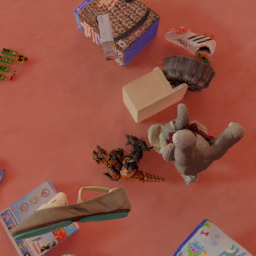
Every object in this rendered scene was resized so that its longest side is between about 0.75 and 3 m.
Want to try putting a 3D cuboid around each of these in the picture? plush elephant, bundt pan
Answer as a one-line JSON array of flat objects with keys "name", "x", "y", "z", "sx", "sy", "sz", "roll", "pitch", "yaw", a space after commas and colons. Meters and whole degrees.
[{"name": "plush elephant", "x": 1.986, "y": 0.312, "z": 9.453, "sx": 2.402, "sy": 2.917, "sz": 2.258, "roll": -12, "pitch": 52, "yaw": -16}, {"name": "bundt pan", "x": 2.106, "y": -1.871, "z": 10.171, "sx": 1.972, "sy": 1.972, "sz": 0.740, "roll": 19, "pitch": 87, "yaw": 5}]

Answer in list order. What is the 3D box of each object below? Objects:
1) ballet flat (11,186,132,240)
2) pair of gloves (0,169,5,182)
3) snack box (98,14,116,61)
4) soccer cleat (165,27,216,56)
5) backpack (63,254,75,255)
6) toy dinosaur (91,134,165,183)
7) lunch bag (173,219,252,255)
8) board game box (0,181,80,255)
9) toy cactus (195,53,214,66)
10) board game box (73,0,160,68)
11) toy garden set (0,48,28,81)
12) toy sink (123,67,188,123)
[{"name": "ballet flat", "x": -1.320, "y": 1.951, "z": 6.804, "sx": 2.865, "sy": 0.965, "sz": 0.912, "roll": -5, "pitch": 64, "yaw": -22}, {"name": "pair of gloves", "x": -5.460, "y": 1.887, "z": 9.930, "sx": 2.129, "sy": 0.243, "sz": 1.711, "roll": -5, "pitch": 75, "yaw": -1}, {"name": "snack box", "x": -0.675, "y": -2.936, "z": 9.166, "sx": 0.399, "sy": 1.178, "sz": 0.993, "roll": -10, "pitch": 75, "yaw": -1}, {"name": "soccer cleat", "x": 2.481, "y": -3.403, "z": 11.191, "sx": 2.076, "sy": 0.712, "sz": 0.884, "roll": 11, "pitch": 71, "yaw": -2}, {"name": "backpack", "x": -1.939, "y": 4.572, "z": 8.846, "sx": 0.948, "sy": 0.826, "sz": 1.078, "roll": -12, "pitch": 55, "yaw": -12}, {"name": "toy dinosaur", "x": 0.042, "y": 1.176, "z": 9.841, "sx": 2.566, "sy": 1.311, "sz": 1.742, "roll": 25, "pitch": 91, "yaw": -12}, {"name": "lunch bag", "x": 2.327, "y": 4.527, "z": 7.881, "sx": 2.914, "sy": 2.477, "sz": 1.857, "roll": -46, "pitch": 120, "yaw": -7}, {"name": "board game box", "x": -2.985, "y": 3.150, "z": 9.406, "sx": 1.933, "sy": 0.552, "sz": 1.974, "roll": -34, "pitch": 77, "yaw": -9}, {"name": "toy cactus", "x": 3.076, "y": -2.576, "z": 11.146, "sx": 0.768, "sy": 0.476, "sz": 0.930, "roll": -19, "pitch": 72, "yaw": -25}, {"name": "board game box", "x": -0.426, "y": -4.139, "z": 11.075, "sx": 2.626, "sy": 1.272, "sz": 2.093, "roll": 41, "pitch": 78, "yaw": 10}, {"name": "toy garden set", "x": -4.760, "y": -2.518, "z": 11.146, "sx": 1.135, "sy": 0.272, "sz": 1.362, "roll": 17, "pitch": 75, "yaw": 5}, {"name": "toy sink", "x": 0.934, "y": -1.304, "z": 10.253, "sx": 2.065, "sy": 1.346, "sz": 1.157, "roll": -28, "pitch": 76, "yaw": -7}]
